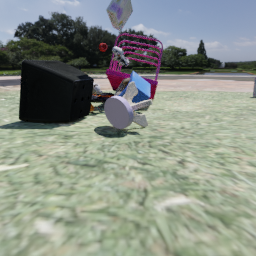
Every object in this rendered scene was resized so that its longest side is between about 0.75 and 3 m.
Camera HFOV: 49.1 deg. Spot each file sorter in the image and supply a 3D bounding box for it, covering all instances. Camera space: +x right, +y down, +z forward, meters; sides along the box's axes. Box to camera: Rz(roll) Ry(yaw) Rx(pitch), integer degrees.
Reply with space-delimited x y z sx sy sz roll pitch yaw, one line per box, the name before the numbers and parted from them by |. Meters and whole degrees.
file sorter | 0.393 -2.552 12.056 2.019 1.822 2.906 13 -4 4

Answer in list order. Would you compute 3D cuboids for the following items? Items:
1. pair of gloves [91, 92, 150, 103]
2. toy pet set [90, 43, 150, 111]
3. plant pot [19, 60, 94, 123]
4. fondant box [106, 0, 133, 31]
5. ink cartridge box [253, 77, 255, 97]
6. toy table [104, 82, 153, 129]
pair of gloves | -0.689 -1.312 12.413 2.634 0.366 2.956 1 11 -23
toy pet set | -0.462 -1.520 9.830 2.273 2.435 1.293 34 -11 -23
plant pot | -2.068 -1.045 8.637 1.595 1.794 1.798 15 17 17
fondant box | -0.244 -3.786 9.015 0.342 0.847 1.174 30 -2 11
ink cartridge box | 7.044 -2.107 14.438 1.070 1.051 0.232 12 18 43
toy table | 0.002 -0.521 7.421 0.800 1.255 1.365 -22 21 -25
